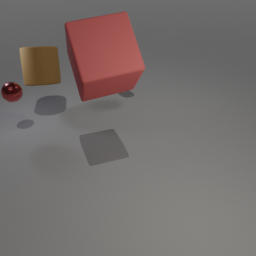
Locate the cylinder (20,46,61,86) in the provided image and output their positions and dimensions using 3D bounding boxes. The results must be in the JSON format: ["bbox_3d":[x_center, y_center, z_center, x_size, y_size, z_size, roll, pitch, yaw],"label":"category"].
[{"bbox_3d":[-3.383,-2.410,10.882,1.400,1.400,1.400,-3,14,1],"label":"cylinder"}]

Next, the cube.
[{"bbox_3d":[-0.588,-1.603,6.538,1.400,1.400,1.400,-15,-8,-12],"label":"cube"}]

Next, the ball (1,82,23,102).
[{"bbox_3d":[-4.020,-1.241,9.701,0.700,0.700,0.700,0,30,0],"label":"ball"}]
